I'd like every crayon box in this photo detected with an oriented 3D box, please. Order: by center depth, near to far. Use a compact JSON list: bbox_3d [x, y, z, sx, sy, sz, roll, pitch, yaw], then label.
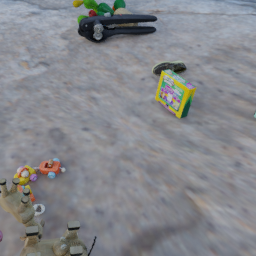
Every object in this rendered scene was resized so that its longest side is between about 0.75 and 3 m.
[{"bbox_3d":[1.206,-0.893,7.258,0.298,0.883,1.024,-17,45,-34],"label":"crayon box"}]

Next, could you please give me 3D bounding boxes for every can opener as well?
[{"bbox_3d":[-0.329,-3.708,10.052,2.961,0.939,1.164,-11,45,-10],"label":"can opener"}]

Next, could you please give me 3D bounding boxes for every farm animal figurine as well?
[{"bbox_3d":[-1.564,1.942,4.456,2.055,1.084,2.078,11,38,-6],"label":"farm animal figurine"}]

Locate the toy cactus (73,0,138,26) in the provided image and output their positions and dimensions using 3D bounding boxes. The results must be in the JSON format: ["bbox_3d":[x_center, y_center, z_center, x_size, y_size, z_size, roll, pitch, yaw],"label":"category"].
[{"bbox_3d":[-0.643,-4.642,10.876,2.369,1.468,2.871,29,43,13],"label":"toy cactus"}]

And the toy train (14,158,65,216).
[{"bbox_3d":[-1.899,1.075,5.706,0.985,0.365,1.312,5,45,5],"label":"toy train"}]

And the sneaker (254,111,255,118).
[{"bbox_3d":[4.057,-0.483,7.163,1.495,0.581,1.046,-40,58,-21],"label":"sneaker"}]

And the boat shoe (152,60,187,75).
[{"bbox_3d":[1.279,-1.816,8.547,1.113,0.408,0.361,-16,42,-15],"label":"boat shoe"}]
